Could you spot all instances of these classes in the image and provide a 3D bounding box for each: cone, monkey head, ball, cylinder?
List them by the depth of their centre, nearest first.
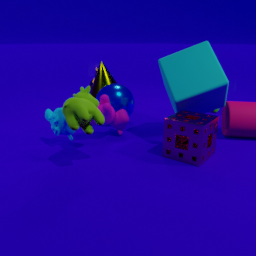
[{"bbox_3d":[-1.699,-0.238,7.319,0.741,1.229,0.884,-11,31,-41],"label":"monkey head"},{"bbox_3d":[3.223,-0.240,7.861,0.986,0.986,0.986,3,19,7],"label":"cylinder"},{"bbox_3d":[-0.417,-0.796,9.059,1.271,1.271,1.271,0,19,0],"label":"ball"},{"bbox_3d":[-0.890,-1.761,10.444,1.541,1.546,1.541,-4,35,2],"label":"cone"}]

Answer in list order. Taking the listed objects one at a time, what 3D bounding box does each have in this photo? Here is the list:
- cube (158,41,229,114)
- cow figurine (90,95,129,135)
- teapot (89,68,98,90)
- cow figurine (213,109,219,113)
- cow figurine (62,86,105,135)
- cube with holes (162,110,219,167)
[{"bbox_3d":[1.720,-1.181,7.448,1.347,1.347,1.347,-20,-24,7],"label":"cube"},{"bbox_3d":[-0.650,-0.283,7.799,1.316,1.295,0.723,-15,48,-4],"label":"cow figurine"},{"bbox_3d":[-1.300,-2.010,12.832,0.960,1.544,0.756,-10,-23,-16],"label":"teapot"},{"bbox_3d":[3.251,-1.199,10.549,0.589,1.056,1.073,23,14,-15],"label":"cow figurine"},{"bbox_3d":[-1.040,-0.465,6.167,1.230,0.686,1.250,57,16,22],"label":"cow figurine"},{"bbox_3d":[1.476,0.199,6.611,0.949,0.949,0.949,13,23,34],"label":"cube with holes"}]
